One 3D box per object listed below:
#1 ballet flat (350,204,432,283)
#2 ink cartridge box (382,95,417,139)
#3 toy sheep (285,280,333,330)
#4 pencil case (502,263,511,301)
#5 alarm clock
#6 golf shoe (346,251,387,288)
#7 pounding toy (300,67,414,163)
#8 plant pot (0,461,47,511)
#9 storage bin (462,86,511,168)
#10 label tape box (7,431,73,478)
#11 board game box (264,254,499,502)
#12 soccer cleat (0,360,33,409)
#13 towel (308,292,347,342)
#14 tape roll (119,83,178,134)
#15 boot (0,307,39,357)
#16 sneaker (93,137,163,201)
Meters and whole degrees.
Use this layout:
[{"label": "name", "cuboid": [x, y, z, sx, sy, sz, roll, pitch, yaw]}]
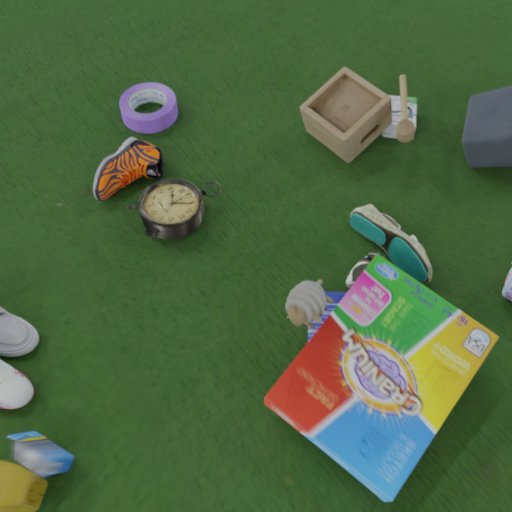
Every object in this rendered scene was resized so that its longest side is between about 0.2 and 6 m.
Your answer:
[{"label": "ballet flat", "cuboid": [2.720, -0.336, 10.831, 0.651, 0.704, 2.087, -29, 60, -29]}, {"label": "ink cartridge box", "cuboid": [3.310, -3.198, 12.925, 0.726, 0.418, 0.994, 7, 57, 7]}, {"label": "toy sheep", "cuboid": [0.845, 0.750, 9.099, 0.695, 0.695, 1.008, 25, 46, 16]}, {"label": "pencil case", "cuboid": [5.548, 0.759, 9.901, 2.202, 0.915, 0.999, 27, 72, 18]}, {"label": "alarm clock", "cuboid": [-1.528, -1.011, 11.315, 1.864, 0.621, 1.257, -30, 60, -17]}, {"label": "golf shoe", "cuboid": [2.460, 0.810, 9.983, 0.833, 0.730, 1.892, -42, 74, -15]}, {"label": "pounding toy", "cuboid": [2.503, -3.010, 12.227, 2.001, 1.042, 2.277, -43, 64, -5]}, {"label": "plant pot", "cuboid": [-3.473, 3.402, 8.128, 0.689, 0.673, 0.669, -4, 54, 21]}, {"label": "storage bin", "cuboid": [5.346, -2.736, 12.175, 1.371, 1.486, 2.042, -1, 51, 33]}, {"label": "label tape box", "cuboid": [-3.317, 3.004, 8.524, 0.848, 0.607, 0.280, 21, 86, 21]}, {"label": "board game box", "cuboid": [1.961, 1.814, 8.820, 2.336, 0.616, 3.053, 36, 72, 15]}, {"label": "soccer cleat", "cuboid": [-4.585, 1.873, 9.190, 1.961, 0.847, 0.685, 24, 59, 15]}, {"label": "towel", "cuboid": [1.547, 1.392, 9.900, 1.261, 0.208, 1.741, 2, 55, 1]}, {"label": "tape roll", "cuboid": [-2.513, -3.473, 13.122, 1.310, 0.430, 1.310, 0, 55, 1]}, {"label": "boot", "cuboid": [-4.827, 1.035, 9.670, 2.088, 0.998, 0.768, 17, 57, 12]}, {"label": "sneaker", "cuboid": [-2.601, -1.784, 11.795, 1.019, 0.706, 1.820, 19, 58, 14]}]
